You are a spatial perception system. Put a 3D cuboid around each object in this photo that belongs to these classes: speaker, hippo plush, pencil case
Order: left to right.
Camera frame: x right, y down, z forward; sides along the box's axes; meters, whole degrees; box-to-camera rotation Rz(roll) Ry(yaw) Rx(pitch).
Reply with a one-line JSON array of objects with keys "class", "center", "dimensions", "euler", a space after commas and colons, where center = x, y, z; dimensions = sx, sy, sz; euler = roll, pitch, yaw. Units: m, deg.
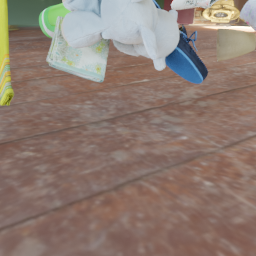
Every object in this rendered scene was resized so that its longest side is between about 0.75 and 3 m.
[{"class": "speaker", "center": [-1.503, -3.280, 8.217], "dimensions": [2.238, 0.990, 0.990], "euler": [-3, 21, 28]}, {"class": "hippo plush", "center": [0.232, -2.416, 5.697], "dimensions": [2.704, 2.154, 2.174], "euler": [19, 11, 36]}, {"class": "pencil case", "center": [3.940, -2.802, 7.734], "dimensions": [0.790, 0.862, 1.900], "euler": [-21, 61, -18]}]

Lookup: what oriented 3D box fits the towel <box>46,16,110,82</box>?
[{"class": "towel", "center": [-1.150, -1.882, 6.775], "dimensions": [1.444, 1.236, 0.348], "euler": [15, -13, -28]}]

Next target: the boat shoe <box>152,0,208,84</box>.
[{"class": "boat shoe", "center": [1.221, -2.363, 7.284], "dimensions": [0.949, 2.766, 1.164], "euler": [-51, 20, -15]}]

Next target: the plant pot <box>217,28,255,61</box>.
[{"class": "plant pot", "center": [3.538, -2.768, 9.197], "dimensions": [1.141, 1.068, 1.068], "euler": [-1, 24, 15]}]

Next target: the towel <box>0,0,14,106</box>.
[{"class": "towel", "center": [-2.716, -1.718, 6.216], "dimensions": [0.209, 2.317, 0.997], "euler": [-1, -10, -33]}]

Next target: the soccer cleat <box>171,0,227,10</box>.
[{"class": "soccer cleat", "center": [2.125, -3.816, 8.293], "dimensions": [1.689, 0.580, 0.720], "euler": [-14, 67, 13]}]
